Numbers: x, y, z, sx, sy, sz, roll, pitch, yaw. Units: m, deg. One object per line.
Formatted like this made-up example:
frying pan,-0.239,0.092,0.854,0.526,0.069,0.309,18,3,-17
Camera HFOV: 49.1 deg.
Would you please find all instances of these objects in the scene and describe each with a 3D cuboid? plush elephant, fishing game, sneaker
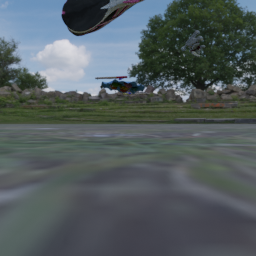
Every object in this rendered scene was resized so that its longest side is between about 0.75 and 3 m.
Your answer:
plush elephant,2.495,-2.975,10.297,0.693,0.896,0.738,37,23,-27
fishing game,-0.211,-1.437,10.233,1.651,0.358,2.305,3,-6,21
sneaker,-0.499,-3.452,7.488,2.938,1.180,1.269,-31,9,-10
